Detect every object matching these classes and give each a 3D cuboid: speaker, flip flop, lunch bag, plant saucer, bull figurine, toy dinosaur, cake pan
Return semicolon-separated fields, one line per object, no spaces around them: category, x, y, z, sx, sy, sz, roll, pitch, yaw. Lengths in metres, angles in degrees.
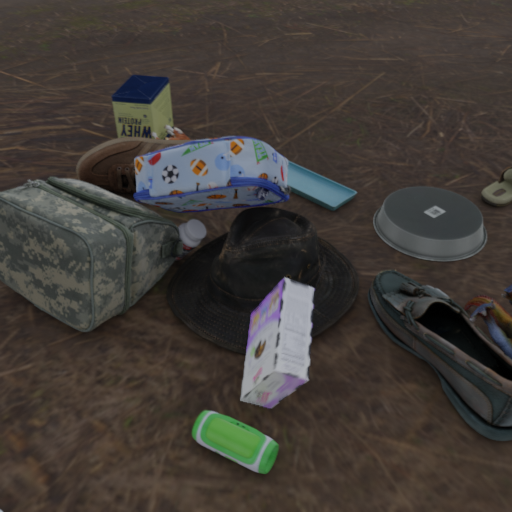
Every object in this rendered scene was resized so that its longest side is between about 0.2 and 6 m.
speaker;-0.291;2.517;7.610;1.129;0.499;0.499;19;42;22
flip flop;5.915;-1.750;12.961;1.966;0.566;0.797;-28;46;-31
lunch bag;-3.063;-0.288;10.111;2.832;1.973;2.376;22;29;25
plant saucer;1.101;-1.725;13.216;2.530;0.240;0.885;30;47;34
bull figurine;-2.257;-2.764;14.201;0.931;0.500;1.534;46;41;2
lunch bag;-0.688;-1.337;9.997;2.633;0.995;2.110;-2;-6;19
toy dinosaur;4.546;1.449;8.509;2.321;1.343;2.557;50;13;6
cake pan;3.687;-0.765;11.824;2.349;0.431;2.349;0;38;0

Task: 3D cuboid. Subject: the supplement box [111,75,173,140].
supplement box;-2.927;-3.709;14.667;1.026;1.527;1.528;7;39;9

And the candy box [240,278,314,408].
candy box;0.304;1.279;8.098;0.527;1.235;1.472;19;53;-15

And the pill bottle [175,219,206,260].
pill bottle;-1.387;-0.321;10.829;0.517;0.893;0.517;23;51;-31

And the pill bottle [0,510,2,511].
pill bottle;-2.938;3.266;6.347;0.489;0.857;0.489;0;38;0

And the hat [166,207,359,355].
hat;0.160;0.031;10.008;3.607;1.455;3.607;1;39;-1

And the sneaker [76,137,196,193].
sneaker;-2.326;-1.953;12.718;3.405;1.199;1.286;-10;41;-12

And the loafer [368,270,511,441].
loafer;3.017;1.171;8.804;1.262;1.105;3.513;-15;41;-18
